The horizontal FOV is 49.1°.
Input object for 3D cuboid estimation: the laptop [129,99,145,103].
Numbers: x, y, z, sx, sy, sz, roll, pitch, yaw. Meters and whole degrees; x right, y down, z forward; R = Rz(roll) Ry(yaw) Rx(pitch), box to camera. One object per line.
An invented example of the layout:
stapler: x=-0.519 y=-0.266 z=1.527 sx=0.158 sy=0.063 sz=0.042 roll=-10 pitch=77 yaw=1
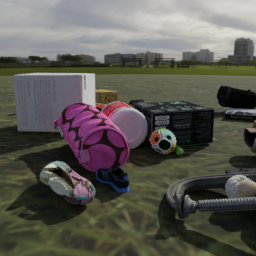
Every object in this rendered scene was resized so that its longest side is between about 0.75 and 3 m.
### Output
laptop: x=0.528 y=-1.434 z=16.383 sx=0.718 sy=0.418 sz=0.810 roll=-6 pitch=41 yaw=-22

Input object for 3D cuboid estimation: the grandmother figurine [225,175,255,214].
grandmother figurine: x=2.452 y=1.247 z=4.292 sx=1.234 sy=0.616 sz=2.034 roll=0 pitch=13 yaw=-40

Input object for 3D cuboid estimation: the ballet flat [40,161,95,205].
ballet flat: x=-1.286 y=0.984 z=5.271 sx=0.585 sy=0.568 sz=1.644 roll=16 pitch=1 yaw=-45

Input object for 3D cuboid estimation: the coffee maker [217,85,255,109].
coffee maker: x=5.433 y=-1.470 z=13.792 sx=1.638 sy=1.104 sz=1.574 roll=7 pitch=8 yaw=-13

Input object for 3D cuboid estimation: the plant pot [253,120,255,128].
plant pot: x=5.620 y=-0.354 z=10.097 sx=1.971 sy=0.910 sz=1.971 roll=-1 pitch=12 yaw=0

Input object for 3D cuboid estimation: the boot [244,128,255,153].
boot: x=4.034 y=0.251 z=7.614 sx=1.666 sy=0.800 sz=2.278 roll=7 pitch=16 yaw=12

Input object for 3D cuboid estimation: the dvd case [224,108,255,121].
dvd case: x=5.228 y=-0.642 z=12.651 sx=1.459 sy=0.240 sz=1.941 roll=6 pitch=13 yaw=25

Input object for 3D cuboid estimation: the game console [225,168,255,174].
game console: x=2.791 y=1.113 z=5.557 sx=1.284 sy=0.225 sz=1.452 roll=-3 pitch=14 yaw=-11

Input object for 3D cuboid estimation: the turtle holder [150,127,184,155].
turtle holder: x=1.008 y=0.450 z=7.584 sx=0.682 sy=0.897 sz=0.637 roll=-31 pitch=11 yaw=7

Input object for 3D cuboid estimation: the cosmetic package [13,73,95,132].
cosmetic package: x=-2.601 y=-1.023 z=10.476 sx=2.454 sy=2.023 sz=2.025 roll=2 pitch=13 yaw=5

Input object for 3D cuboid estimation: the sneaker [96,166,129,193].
sneaker: x=-0.325 y=0.957 z=5.794 sx=0.366 sy=0.406 sz=1.043 roll=-12 pitch=18 yaw=-38

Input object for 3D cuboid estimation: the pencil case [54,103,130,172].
pencil case: x=-1.053 y=0.181 z=7.310 sx=1.312 sy=1.271 sz=2.801 roll=-3 pitch=16 yaw=-24

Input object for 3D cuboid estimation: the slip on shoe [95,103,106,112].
slip on shoe: x=-1.870 y=-0.736 z=12.006 sx=2.320 sy=0.859 sz=0.710 roll=7 pitch=19 yaw=8

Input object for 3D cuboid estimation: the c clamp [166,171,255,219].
c clamp: x=1.837 y=1.047 z=4.452 sx=2.776 sy=0.376 sz=2.371 roll=-9 pitch=7 yaw=26

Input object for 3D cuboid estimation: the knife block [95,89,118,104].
knife block: x=-1.659 y=-1.968 z=17.078 sx=2.268 sy=0.726 sz=1.991 roll=0 pitch=15 yaw=3

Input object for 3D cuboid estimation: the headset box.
headset box: x=1.327 y=-0.231 z=9.231 sx=2.023 sy=1.078 sz=2.324 roll=-4 pitch=14 yaw=-15

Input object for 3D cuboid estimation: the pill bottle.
pill bottle: x=-0.243 y=-0.183 z=8.814 sx=1.190 sy=1.190 sz=2.120 roll=-4 pitch=15 yaw=-15
